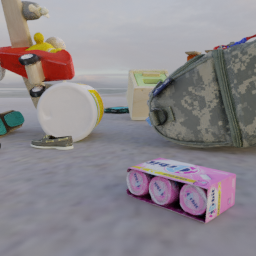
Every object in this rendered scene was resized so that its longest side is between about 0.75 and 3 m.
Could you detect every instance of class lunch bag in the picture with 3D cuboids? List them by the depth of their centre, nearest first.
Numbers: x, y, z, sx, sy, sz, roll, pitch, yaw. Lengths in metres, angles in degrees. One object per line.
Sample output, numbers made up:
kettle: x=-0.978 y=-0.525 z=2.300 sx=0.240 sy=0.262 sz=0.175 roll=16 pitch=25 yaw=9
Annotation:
lunch bag: x=1.941 y=-0.581 z=6.120 sx=2.415 sy=2.006 sz=2.879 roll=-15 pitch=0 yaw=24

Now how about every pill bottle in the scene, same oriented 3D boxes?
pill bottle: x=-1.311 y=-0.471 z=7.121 sx=1.332 sy=1.332 sz=2.362 roll=0 pitch=8 yaw=0

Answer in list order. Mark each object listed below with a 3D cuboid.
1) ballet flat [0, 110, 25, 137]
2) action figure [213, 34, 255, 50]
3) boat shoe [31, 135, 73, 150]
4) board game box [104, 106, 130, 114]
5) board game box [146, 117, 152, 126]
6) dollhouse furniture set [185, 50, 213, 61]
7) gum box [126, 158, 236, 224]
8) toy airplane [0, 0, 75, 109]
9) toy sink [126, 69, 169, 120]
ballet flat: x=-3.369 y=-0.043 z=7.140 sx=0.660 sy=0.713 sz=2.022 roll=-25 pitch=1 yaw=9
action figure: x=2.422 y=-1.794 z=6.468 sx=1.152 sy=0.376 sz=0.570 roll=-13 pitch=-3 yaw=26
boat shoe: x=-1.517 y=0.267 z=5.580 sx=0.903 sy=0.270 sz=0.323 roll=2 pitch=8 yaw=13
board game box: x=-0.415 y=-0.955 z=14.769 sx=1.283 sy=0.267 sz=1.897 roll=6 pitch=10 yaw=36
board game box: x=1.410 y=-0.721 z=8.519 sx=1.725 sy=0.316 sz=1.305 roll=-41 pitch=-11 yaw=17
dollhouse furniture set: x=3.344 y=-1.644 z=10.827 sx=2.700 sy=2.729 sz=1.406 roll=4 pitch=11 yaw=28
gum box: x=0.506 y=0.588 z=2.917 sx=1.012 sy=0.335 sz=0.574 roll=7 pitch=11 yaw=44
toy airplane: x=-2.464 y=-1.834 z=7.182 sx=1.838 sy=2.594 sz=2.605 roll=-40 pitch=2 yaw=-37
toy sink: x=0.853 y=-1.522 z=11.299 sx=1.673 sy=1.438 sz=2.566 roll=0 pitch=29 yaw=-5
